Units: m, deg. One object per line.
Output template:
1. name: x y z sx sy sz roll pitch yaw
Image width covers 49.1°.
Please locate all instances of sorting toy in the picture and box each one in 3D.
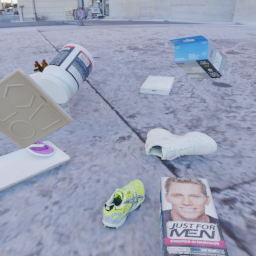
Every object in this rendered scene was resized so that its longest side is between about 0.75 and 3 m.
1. sorting toy: -2.405 -0.380 6.373 1.808 1.673 0.330 -24 38 22

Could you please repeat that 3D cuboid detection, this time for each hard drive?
1. hard drive: 1.635 -2.359 15.268 1.499 0.303 2.273 7 27 14

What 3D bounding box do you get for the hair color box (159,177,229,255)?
1. hair color box: 1.300 2.073 6.097 1.191 0.720 2.381 2 27 3

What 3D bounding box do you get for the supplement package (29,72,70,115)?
1. supplement package: -3.379 -1.094 11.136 1.709 1.788 1.315 20 33 33

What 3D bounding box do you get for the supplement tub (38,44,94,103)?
1. supplement tub: -2.163 -1.932 9.904 1.326 1.326 1.890 12 55 23

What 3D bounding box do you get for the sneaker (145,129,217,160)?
1. sneaker: 1.643 0.676 8.968 2.277 0.852 1.134 4 40 18

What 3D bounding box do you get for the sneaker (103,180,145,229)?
1. sneaker: -0.036 1.725 6.879 0.624 0.632 1.654 11 29 24

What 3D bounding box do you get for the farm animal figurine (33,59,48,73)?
1. farm animal figurine: -3.767 -2.055 13.678 2.942 1.479 2.375 21 52 29

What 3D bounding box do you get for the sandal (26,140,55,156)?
1. sandal: -2.981 0.520 8.965 1.371 0.337 0.558 21 37 17

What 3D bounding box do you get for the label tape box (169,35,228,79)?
1. label tape box: 1.822 -1.828 7.416 1.039 0.479 1.450 7 -14 45

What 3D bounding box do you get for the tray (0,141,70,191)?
1. tray: -3.276 1.204 8.254 2.837 0.315 1.523 -22 34 -36
